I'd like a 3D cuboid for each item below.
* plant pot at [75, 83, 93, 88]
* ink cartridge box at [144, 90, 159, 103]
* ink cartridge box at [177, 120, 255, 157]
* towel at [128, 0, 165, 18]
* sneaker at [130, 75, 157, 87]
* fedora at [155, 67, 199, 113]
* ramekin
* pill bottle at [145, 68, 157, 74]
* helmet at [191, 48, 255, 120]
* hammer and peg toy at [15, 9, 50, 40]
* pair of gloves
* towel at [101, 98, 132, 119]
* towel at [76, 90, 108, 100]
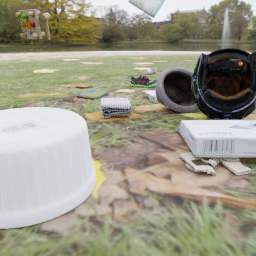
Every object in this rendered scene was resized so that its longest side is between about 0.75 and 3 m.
[{"bbox_3d":[-2.489,-2.381,15.896,0.992,0.136,0.992,0,20,0],"label":"plant pot"},{"bbox_3d":[1.502,-1.486,13.003,1.186,0.369,1.474,-6,16,-16],"label":"ink cartridge box"},{"bbox_3d":[2.795,0.130,7.508,2.619,0.533,2.624,0,13,0],"label":"ink cartridge box"},{"bbox_3d":[0.607,-3.697,7.865,0.863,1.008,0.243,30,-12,-2],"label":"towel"},{"bbox_3d":[0.901,-2.680,15.911,1.626,0.681,0.624,2,19,5],"label":"sneaker"},{"bbox_3d":[1.963,-1.420,11.267,2.149,1.901,0.970,0,-13,-24],"label":"fedora"},{"bbox_3d":[-2.039,0.523,5.498,2.779,1.355,2.779,0,18,0],"label":"ramekin"},{"bbox_3d":[1.686,-4.245,20.842,0.823,0.462,0.462,-12,22,-34],"label":"pill bottle"},{"bbox_3d":[3.357,-1.503,9.491,2.605,2.605,2.484,6,4,17],"label":"helmet"},{"bbox_3d":[-3.053,-3.323,9.071,1.301,0.957,0.459,14,32,34],"label":"hammer and peg toy"},{"bbox_3d":[1.993,0.763,6.529,1.349,0.237,1.147,-2,19,-8],"label":"pair of gloves"},{"bbox_3d":[-0.457,-0.761,10.517,1.116,0.577,1.348,0,17,-5],"label":"towel"},{"bbox_3d":[-1.720,-1.621,13.673,1.022,0.151,1.393,8,22,22],"label":"towel"}]
